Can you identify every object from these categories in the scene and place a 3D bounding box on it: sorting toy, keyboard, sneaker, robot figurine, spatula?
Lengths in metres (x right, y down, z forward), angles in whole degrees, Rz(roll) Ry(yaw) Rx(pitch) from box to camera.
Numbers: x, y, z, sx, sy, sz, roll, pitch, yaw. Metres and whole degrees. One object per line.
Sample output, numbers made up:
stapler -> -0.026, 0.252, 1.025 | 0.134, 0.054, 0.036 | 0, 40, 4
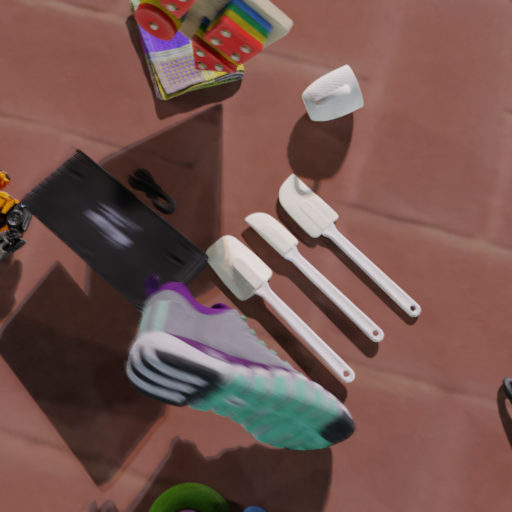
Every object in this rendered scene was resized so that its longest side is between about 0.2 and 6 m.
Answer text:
sorting toy -> -0.383, 4.070, 7.396 | 2.533, 1.040, 1.522 | 38, 78, 10
keyboard -> -1.903, -0.502, 8.066 | 2.697, 0.346, 1.619 | 39, 72, 14
sorting toy -> -0.806, -3.458, 8.248 | 1.939, 1.927, 0.675 | 31, 76, -26
sneaker -> 0.003, 1.409, 7.421 | 1.308, 3.514, 1.538 | -35, 38, 30
robot figurine -> -4.711, -0.182, 8.672 | 1.982, 0.796, 2.734 | 34, 78, 8
spatula -> 0.906, 0.380, 8.850 | 2.116, 0.244, 3.044 | -42, 80, -16

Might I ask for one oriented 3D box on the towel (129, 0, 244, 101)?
towel -> -1.240, -3.874, 9.943 | 1.602, 0.254, 2.231 | -17, 76, -4

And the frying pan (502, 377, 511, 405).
frying pan -> 5.200, 3.484, 7.654 | 2.454, 0.660, 4.056 | 0, 61, -18

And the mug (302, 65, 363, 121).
mug -> 1.242, -2.627, 9.237 | 0.872, 0.994, 0.734 | -23, 102, 7
